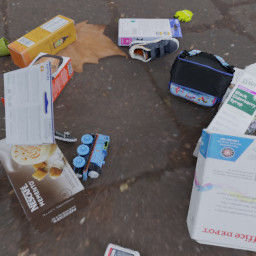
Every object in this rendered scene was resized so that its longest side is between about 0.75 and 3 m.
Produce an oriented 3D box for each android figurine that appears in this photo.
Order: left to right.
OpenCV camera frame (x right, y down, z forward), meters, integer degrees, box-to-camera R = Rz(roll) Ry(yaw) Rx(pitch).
[{"bbox_3d":[2.727,-5.478,13.662,0.939,0.193,0.854,-26,56,-18],"label":"android figurine"}]

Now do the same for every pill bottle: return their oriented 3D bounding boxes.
[{"bbox_3d":[-0.040,3.192,6.632,1.032,0.617,0.617,13,53,10],"label":"pill bottle"}]

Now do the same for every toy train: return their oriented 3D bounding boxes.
[{"bbox_3d":[-1.094,0.841,8.464,0.877,0.666,1.536,12,53,2],"label":"toy train"}]

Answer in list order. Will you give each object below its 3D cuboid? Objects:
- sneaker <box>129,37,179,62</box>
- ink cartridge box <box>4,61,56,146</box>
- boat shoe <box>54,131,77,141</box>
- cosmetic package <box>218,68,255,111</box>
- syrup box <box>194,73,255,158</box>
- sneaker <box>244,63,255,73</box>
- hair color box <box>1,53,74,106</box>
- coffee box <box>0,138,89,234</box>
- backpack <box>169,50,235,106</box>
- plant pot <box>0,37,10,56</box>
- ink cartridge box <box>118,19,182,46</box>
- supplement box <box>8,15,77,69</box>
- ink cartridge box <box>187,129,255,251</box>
[{"bbox_3d":[1.054,-3.159,11.486,2.038,0.799,0.809,-3,46,12],"label":"sneaker"},{"bbox_3d":[-2.409,-0.550,7.105,1.994,0.405,1.990,-3,89,36],"label":"ink cartridge box"},{"bbox_3d":[-2.022,0.254,9.103,0.772,0.264,0.285,12,9,17],"label":"boat shoe"},{"bbox_3d":[4.291,-1.233,10.153,1.539,0.527,2.041,20,54,12],"label":"cosmetic package"},{"bbox_3d":[3.274,-0.182,8.552,1.144,1.183,2.904,32,71,18],"label":"syrup box"},{"bbox_3d":[5.170,-2.056,10.775,1.479,0.576,0.735,-2,55,-1],"label":"sneaker"},{"bbox_3d":[-3.178,-1.584,10.170,1.350,0.814,2.660,12,51,12],"label":"hair color box"},{"bbox_3d":[-2.433,1.290,7.822,1.528,1.065,2.671,-27,57,-20],"label":"coffee box"},{"bbox_3d":[2.587,-1.938,10.030,2.069,1.525,2.266,20,26,6],"label":"backpack"},{"bbox_3d":[-5.376,-3.289,11.709,0.769,0.719,0.719,-24,55,-2],"label":"plant pot"},{"bbox_3d":[0.942,-4.261,12.445,2.727,0.572,1.627,-1,47,2],"label":"ink cartridge box"},{"bbox_3d":[-3.476,-3.598,11.716,0.990,0.958,2.878,32,58,24],"label":"supplement box"},{"bbox_3d":[2.565,1.440,6.745,1.852,1.084,2.562,9,96,2],"label":"ink cartridge box"}]
